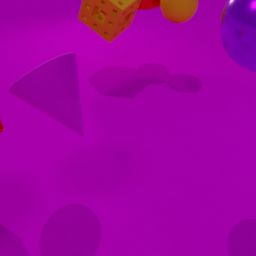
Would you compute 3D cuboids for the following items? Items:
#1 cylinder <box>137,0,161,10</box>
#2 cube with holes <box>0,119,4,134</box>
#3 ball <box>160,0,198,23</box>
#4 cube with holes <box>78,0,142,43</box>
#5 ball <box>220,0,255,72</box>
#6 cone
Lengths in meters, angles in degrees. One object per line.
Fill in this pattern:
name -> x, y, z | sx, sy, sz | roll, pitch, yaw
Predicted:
cylinder -> 0.580, -4.471, 8.953 | 1.059, 1.059, 1.059 | -7, 38, 5
cube with holes -> -2.435, -0.085, 4.084 | 0.751, 0.751, 0.751 | -7, 65, -53
ball -> 1.549, -3.772, 8.495 | 1.122, 1.122, 1.122 | 0, 39, 0
cube with holes -> -0.541, -3.745, 8.634 | 1.280, 1.280, 1.280 | 38, 55, 1
ball -> 1.934, -1.414, 3.767 | 1.333, 1.333, 1.333 | 0, 39, 0
cone -> -0.999, -0.355, 4.353 | 1.159, 1.163, 1.159 | -31, 7, 4
